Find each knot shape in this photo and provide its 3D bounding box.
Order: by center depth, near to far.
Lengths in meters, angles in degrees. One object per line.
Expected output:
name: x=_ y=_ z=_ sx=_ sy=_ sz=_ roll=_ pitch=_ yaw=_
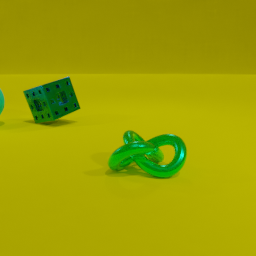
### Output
knot shape: x=0.373 y=0.409 z=4.601 sx=1.184 sy=0.585 sz=1.265 roll=5 pitch=13 yaw=24

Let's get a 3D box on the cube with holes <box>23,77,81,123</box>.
cube with holes: x=-2.297 y=-0.845 z=8.492 sx=1.039 sy=1.039 sz=1.039 roll=-5 pitch=18 yaw=42

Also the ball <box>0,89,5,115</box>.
ball: x=-4.249 y=-0.761 z=7.927 sx=1.386 sy=1.386 sz=1.386 roll=0 pitch=12 yaw=0
